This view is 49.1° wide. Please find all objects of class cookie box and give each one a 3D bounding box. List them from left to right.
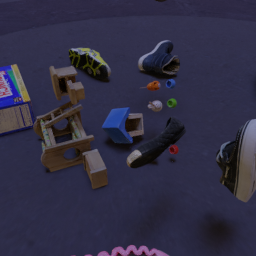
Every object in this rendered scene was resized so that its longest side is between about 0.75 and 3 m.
[{"bbox_3d":[-4.636,-0.765,8.797,2.873,1.080,2.458,-17,44,-21],"label":"cookie box"}]

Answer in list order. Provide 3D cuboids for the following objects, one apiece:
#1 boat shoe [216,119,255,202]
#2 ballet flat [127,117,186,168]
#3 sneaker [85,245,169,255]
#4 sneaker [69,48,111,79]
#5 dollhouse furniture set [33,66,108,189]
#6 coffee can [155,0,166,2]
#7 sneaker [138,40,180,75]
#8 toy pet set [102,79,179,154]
[{"bbox_3d":[1.776,0.571,4.604,0.713,2.011,0.725,25,59,32],"label":"boat shoe"},{"bbox_3d":[0.468,0.254,4.858,0.424,0.495,1.491,45,48,16],"label":"ballet flat"},{"bbox_3d":[-0.476,2.737,4.576,2.674,1.056,1.275,-8,49,-2],"label":"sneaker"},{"bbox_3d":[-1.466,-2.847,11.667,0.990,0.977,2.592,-27,47,-30],"label":"sneaker"},{"bbox_3d":[-1.622,-0.005,6.961,1.393,2.216,2.505,-15,39,-17],"label":"dollhouse furniture set"},{"bbox_3d":[0.964,-3.851,7.536,0.683,0.683,0.933,10,36,12],"label":"coffee can"},{"bbox_3d":[1.700,-2.971,11.801,1.593,0.838,2.205,18,50,38],"label":"sneaker"},{"bbox_3d":[0.273,-0.222,7.546,1.850,1.981,1.052,-1,6,44],"label":"toy pet set"}]
